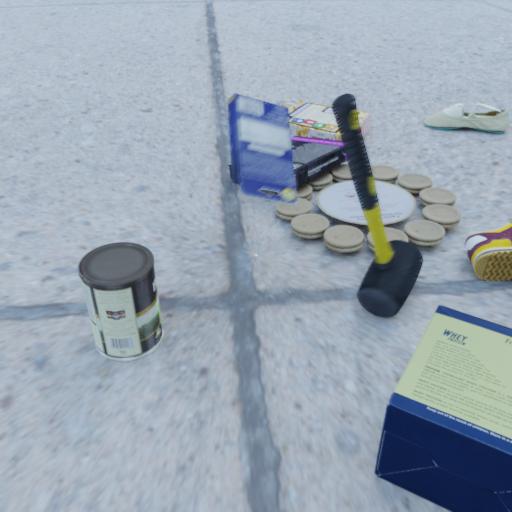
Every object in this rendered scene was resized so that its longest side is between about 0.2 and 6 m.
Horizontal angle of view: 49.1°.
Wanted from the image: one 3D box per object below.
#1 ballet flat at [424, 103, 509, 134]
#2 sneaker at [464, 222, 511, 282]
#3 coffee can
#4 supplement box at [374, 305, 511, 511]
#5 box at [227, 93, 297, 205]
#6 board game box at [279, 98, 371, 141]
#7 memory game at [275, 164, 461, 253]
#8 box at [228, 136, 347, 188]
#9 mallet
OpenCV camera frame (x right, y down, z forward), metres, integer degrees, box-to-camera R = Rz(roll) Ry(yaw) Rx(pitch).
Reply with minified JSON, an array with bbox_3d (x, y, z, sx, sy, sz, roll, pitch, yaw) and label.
[{"bbox_3d":[5.059,-3.353,13.414,1.943,0.675,0.675,6,35,9],"label":"ballet flat"},{"bbox_3d":[4.345,-0.149,8.672,2.109,0.790,0.950,2,41,1],"label":"sneaker"},{"bbox_3d":[-1.712,0.588,7.199,0.920,1.257,0.920,0,35,0],"label":"coffee can"},{"bbox_3d":[2.363,1.652,5.773,1.702,1.143,1.700,19,39,25],"label":"supplement box"},{"bbox_3d":[0.083,-1.444,7.789,0.927,0.248,1.530,7,69,-31],"label":"box"},{"bbox_3d":[1.368,-3.058,13.096,2.159,0.500,1.635,19,39,25],"label":"board game box"},{"bbox_3d":[2.005,-0.937,10.218,3.360,0.214,3.360,-1,32,1],"label":"memory game"},{"bbox_3d":[0.741,-1.922,11.301,1.560,0.394,2.182,17,33,39],"label":"box"},{"bbox_3d":[1.403,-0.442,7.066,0.669,3.251,1.071,10,59,36],"label":"mallet"}]
